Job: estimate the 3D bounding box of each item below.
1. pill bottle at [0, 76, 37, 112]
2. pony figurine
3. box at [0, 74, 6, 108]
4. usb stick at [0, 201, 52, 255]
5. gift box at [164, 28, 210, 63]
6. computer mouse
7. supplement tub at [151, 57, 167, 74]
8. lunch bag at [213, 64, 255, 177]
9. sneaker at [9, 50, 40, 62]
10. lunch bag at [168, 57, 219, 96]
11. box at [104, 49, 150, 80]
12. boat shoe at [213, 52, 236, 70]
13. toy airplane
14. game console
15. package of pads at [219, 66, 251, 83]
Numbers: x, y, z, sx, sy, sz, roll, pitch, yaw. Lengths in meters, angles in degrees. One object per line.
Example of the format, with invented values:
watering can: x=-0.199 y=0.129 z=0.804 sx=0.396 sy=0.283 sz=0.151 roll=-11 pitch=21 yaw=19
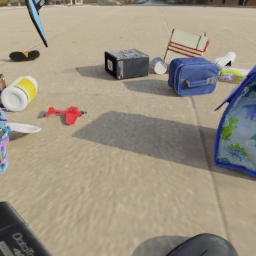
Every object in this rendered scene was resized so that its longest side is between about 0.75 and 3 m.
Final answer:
pill bottle: x=-3.361 y=-1.142 z=8.843 sx=0.799 sy=0.799 sz=1.426 roll=1 pitch=28 yaw=1
pony figurine: x=-3.075 y=-0.174 z=6.048 sx=1.926 sy=2.313 sz=2.232 roll=-13 pitch=14 yaw=-8
box: x=-4.401 y=-1.101 z=8.666 sx=1.086 sy=0.901 sz=0.892 roll=-7 pitch=29 yaw=-12
usb stick: x=-1.378 y=1.839 z=3.707 sx=0.757 sy=0.445 sz=2.728 roll=-17 pitch=32 yaw=-41
gift box: x=2.490 y=-3.379 z=11.848 sx=1.601 sy=1.583 sz=1.715 roll=18 pitch=25 yaw=1
computer mouse: x=0.873 y=1.881 z=3.612 sx=1.688 sy=0.445 sz=1.169 roll=-23 pitch=35 yaw=-36
supplement tub: x=1.313 y=-2.672 z=11.945 sx=0.555 sy=0.555 sz=0.841 roll=-3 pitch=28 yaw=-6
lunch bag: x=2.722 y=-0.385 z=5.938 sx=1.417 sy=2.224 sz=1.891 roll=17 pitch=34 yaw=28
sneaker: x=-5.001 y=-3.488 z=13.658 sx=1.436 sy=0.502 sz=0.646 roll=-10 pitch=9 yaw=-12
lunch bag: x=2.204 y=-1.768 z=9.645 sx=1.671 sy=1.136 sz=1.106 roll=-8 pitch=29 yaw=-15
box: x=-0.065 y=-2.649 z=11.541 sx=1.430 sy=0.888 sz=1.441 roll=-12 pitch=30 yaw=-21
boat shoe: x=4.389 y=-2.882 z=12.446 sx=1.707 sy=0.628 sz=0.570 roll=-29 pitch=58 yaw=-32
toy airplane: x=-1.832 y=-0.454 z=8.169 sx=1.275 sy=0.235 sz=1.275 roll=0 pitch=27 yaw=0
game console: x=-2.459 y=-3.856 z=8.400 sx=1.302 sy=1.967 sz=2.237 roll=39 pitch=-7 yaw=-3
package of pads: x=4.250 y=-2.080 z=10.995 sx=1.205 sy=0.411 sz=0.931 roll=12 pitch=30 yaw=20
